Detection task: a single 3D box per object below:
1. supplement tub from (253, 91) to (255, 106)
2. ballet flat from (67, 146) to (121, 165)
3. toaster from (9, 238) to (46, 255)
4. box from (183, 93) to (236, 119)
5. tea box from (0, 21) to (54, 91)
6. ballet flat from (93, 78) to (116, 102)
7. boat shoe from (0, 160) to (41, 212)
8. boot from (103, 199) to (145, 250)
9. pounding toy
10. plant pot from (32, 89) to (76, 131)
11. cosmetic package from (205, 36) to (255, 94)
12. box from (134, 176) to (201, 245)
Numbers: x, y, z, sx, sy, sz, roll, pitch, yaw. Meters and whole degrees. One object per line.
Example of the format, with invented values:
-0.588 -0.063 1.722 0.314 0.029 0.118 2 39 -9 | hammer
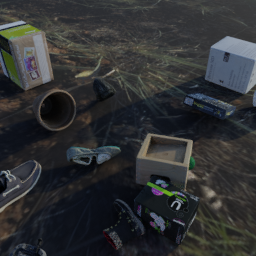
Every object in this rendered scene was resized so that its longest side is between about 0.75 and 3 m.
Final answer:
5.743 -1.163 11.358 1.101 0.795 0.795 6 40 8 | supplement tub
-1.098 0.924 9.030 1.731 0.583 0.551 1 58 -6 | ballet flat
-2.199 3.184 5.916 0.828 0.941 1.458 11 41 12 | toaster
3.196 -0.887 10.962 1.695 0.432 1.336 27 24 28 | box
-4.799 -3.337 12.802 1.554 2.326 2.288 -29 47 -31 | tea box
-0.933 -1.493 10.942 0.837 0.716 2.520 -30 2 -5 | ballet flat
-3.443 1.621 7.985 0.867 0.748 2.386 21 44 24 | boat shoe
-0.241 2.464 7.232 0.901 0.438 1.197 -26 52 -28 | boot
1.249 1.240 8.286 1.824 1.297 1.679 9 31 14 | pounding toy
-2.932 -0.735 10.536 1.518 1.518 1.324 -31 30 -32 | plant pot
4.921 -2.912 12.789 2.050 1.689 1.691 28 48 31 | cosmetic package
0.992 2.103 7.309 1.394 0.867 1.035 23 44 24 | box
